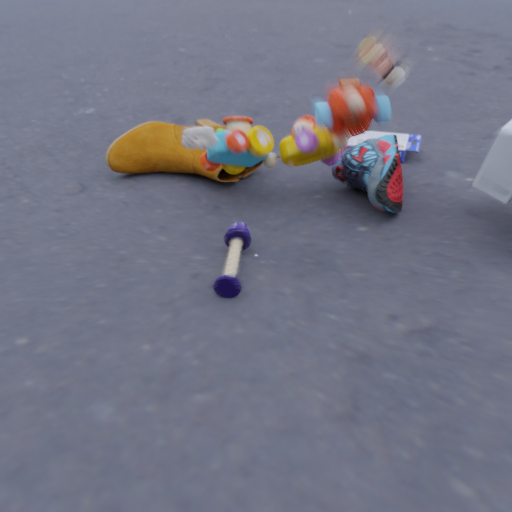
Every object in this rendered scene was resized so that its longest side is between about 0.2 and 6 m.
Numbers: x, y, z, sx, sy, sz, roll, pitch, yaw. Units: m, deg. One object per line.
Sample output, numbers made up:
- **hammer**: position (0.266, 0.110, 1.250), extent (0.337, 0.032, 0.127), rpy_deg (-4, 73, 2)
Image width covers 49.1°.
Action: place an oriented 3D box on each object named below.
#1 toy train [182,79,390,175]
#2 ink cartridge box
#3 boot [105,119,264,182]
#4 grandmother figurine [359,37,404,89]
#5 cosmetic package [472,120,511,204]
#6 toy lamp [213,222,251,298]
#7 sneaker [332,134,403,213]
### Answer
- **toy train**: position (0.456, -2.181, 9.147), extent (3.191, 0.887, 2.397), rpy_deg (-6, -12, 6)
- **ink cartridge box**: position (2.657, -2.366, 12.035), extent (1.671, 0.351, 0.997), rpy_deg (7, 32, 16)
- **boot**: position (-1.327, -1.901, 10.761), extent (2.660, 0.936, 1.904), rpy_deg (-23, 43, -28)
- **grandmother figurine**: position (1.813, -2.711, 7.990), extent (0.321, 0.643, 1.060), rpy_deg (-9, -18, 35)
- **cosmetic package**: position (4.133, -1.599, 8.924), extent (0.664, 1.080, 1.077), rpy_deg (35, 46, 21)
- **toy lamp**: position (-0.311, 0.004, 8.049), extent (0.420, 0.420, 1.443), rpy_deg (2, 38, 4)
- **sneaker**: position (1.996, -1.418, 10.137), extent (1.241, 1.031, 2.599), rpy_deg (-6, 23, 14)
